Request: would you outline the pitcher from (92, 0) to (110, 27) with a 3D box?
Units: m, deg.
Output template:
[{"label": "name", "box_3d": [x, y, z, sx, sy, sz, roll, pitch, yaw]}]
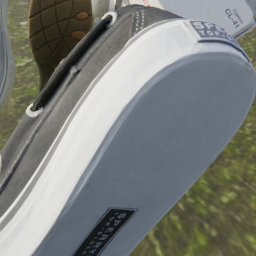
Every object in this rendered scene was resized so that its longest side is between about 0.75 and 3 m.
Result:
[{"label": "pitcher", "box_3d": [-0.949, -3.701, 7.244, 2.330, 1.999, 1.412, 0, 61, 55]}]

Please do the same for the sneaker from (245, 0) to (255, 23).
[{"label": "sneaker", "box_3d": [1.765, -2.613, 5.800, 1.571, 1.026, 2.809, 1, 4, 33]}]

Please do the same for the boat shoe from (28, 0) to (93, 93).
[{"label": "boat shoe", "box_3d": [-1.101, -1.342, 4.804, 0.963, 2.675, 0.904, 3, 30, -7]}]

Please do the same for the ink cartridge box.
[{"label": "ink cartridge box", "box_3d": [0.506, -1.469, 3.960, 0.902, 2.106, 1.554, -35, 92, -7]}]

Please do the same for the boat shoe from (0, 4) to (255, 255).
[{"label": "boat shoe", "box_3d": [-0.593, 0.517, 1.867, 1.048, 2.998, 0.993, 18, 27, -41]}]

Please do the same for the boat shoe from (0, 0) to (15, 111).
[{"label": "boat shoe", "box_3d": [-2.620, -1.650, 4.661, 0.994, 2.849, 1.015, 5, 9, 21]}]
